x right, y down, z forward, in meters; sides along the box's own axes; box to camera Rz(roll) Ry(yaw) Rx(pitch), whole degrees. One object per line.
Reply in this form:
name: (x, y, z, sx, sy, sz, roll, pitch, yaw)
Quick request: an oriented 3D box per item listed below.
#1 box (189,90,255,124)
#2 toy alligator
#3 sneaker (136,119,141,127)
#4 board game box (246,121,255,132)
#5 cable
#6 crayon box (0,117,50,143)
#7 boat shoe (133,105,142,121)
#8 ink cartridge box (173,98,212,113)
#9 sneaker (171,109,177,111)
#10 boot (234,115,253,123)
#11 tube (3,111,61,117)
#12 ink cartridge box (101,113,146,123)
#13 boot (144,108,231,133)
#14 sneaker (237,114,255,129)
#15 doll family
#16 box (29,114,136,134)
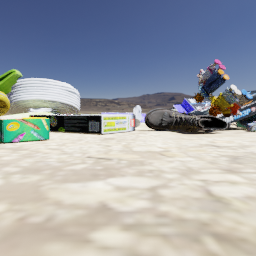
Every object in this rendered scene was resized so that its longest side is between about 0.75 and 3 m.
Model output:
box: (3.356, -0.619, 9.244, 2.418, 0.556, 1.922, -21, 6, -7)
toy alligator: (-3.298, -0.241, 5.064, 2.998, 0.720, 0.994, -24, 49, -16)
sneaker: (0.008, -0.195, 10.219, 0.882, 0.330, 0.468, -4, 7, -33)
board game box: (3.969, -0.048, 7.979, 0.994, 0.306, 0.993, 1, 3, 13)
cable: (-3.436, -1.011, 11.325, 2.946, 1.020, 2.946, -14, -18, 36)
crayon box: (-2.416, 0.003, 5.770, 1.563, 0.455, 0.929, 3, 5, 45)
boat shoe: (0.366, -0.553, 11.956, 0.315, 0.965, 0.355, -32, -59, 31)
ink cartridge box: (3.671, -0.916, 14.179, 2.190, 0.475, 2.170, -3, 29, -11)
sneaker: (2.210, -0.715, 15.958, 2.029, 0.706, 1.009, 0, 3, 12)
boot: (4.706, -0.466, 11.575, 2.496, 0.992, 2.867, -5, -3, 40)
tube: (-3.311, -0.291, 9.960, 0.690, 0.618, 2.379, -30, -9, 24)
ink cartridge box: (-0.280, -0.577, 15.293, 2.424, 0.531, 2.447, 0, 4, -7)
boot: (1.559, -0.209, 7.673, 1.937, 0.671, 1.686, 2, 2, -12)
sneaker: (4.174, -0.284, 9.006, 1.444, 0.659, 0.560, -1, 4, -11)
doll family: (2.380, -0.959, 7.708, 0.803, 1.782, 1.106, -16, -26, -41)
box: (-1.367, -0.154, 8.176, 2.824, 0.490, 1.554, 2, 4, 34)
